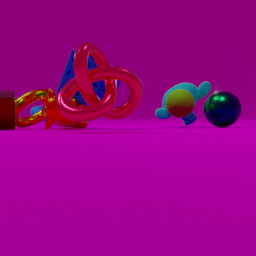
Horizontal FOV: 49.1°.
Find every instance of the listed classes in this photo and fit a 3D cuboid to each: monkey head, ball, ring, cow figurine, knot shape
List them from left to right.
[{"bbox_3d":[-2.666,-0.543,7.901,1.481,0.296,1.481,-34,-16,-11],"label":"ring"},{"bbox_3d":[-2.466,-0.433,9.814,1.832,0.366,1.832,11,7,-1],"label":"ring"},{"bbox_3d":[-1.714,-0.419,6.959,1.710,0.939,1.683,5,0,38],"label":"cow figurine"},{"bbox_3d":[-0.443,-0.714,5.230,1.476,1.578,0.729,21,-16,-17],"label":"knot shape"},{"bbox_3d":[1.435,-0.678,7.732,0.788,0.788,0.788,0,2,0],"label":"ball"},{"bbox_3d":[1.788,-0.714,8.953,1.919,1.381,1.156,-30,4,3],"label":"monkey head"},{"bbox_3d":[2.731,-0.545,8.116,1.052,1.052,1.052,0,2,0],"label":"ball"}]

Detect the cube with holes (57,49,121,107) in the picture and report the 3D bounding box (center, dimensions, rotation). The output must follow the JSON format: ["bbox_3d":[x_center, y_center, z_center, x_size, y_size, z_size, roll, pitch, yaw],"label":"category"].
[{"bbox_3d":[-0.891,-1.168,6.955,1.051,1.051,1.051,27,13,14],"label":"cube with holes"}]

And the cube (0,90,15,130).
[{"bbox_3d":[-2.982,-0.422,6.392,0.747,0.747,0.747,-1,20,-23],"label":"cube"}]
